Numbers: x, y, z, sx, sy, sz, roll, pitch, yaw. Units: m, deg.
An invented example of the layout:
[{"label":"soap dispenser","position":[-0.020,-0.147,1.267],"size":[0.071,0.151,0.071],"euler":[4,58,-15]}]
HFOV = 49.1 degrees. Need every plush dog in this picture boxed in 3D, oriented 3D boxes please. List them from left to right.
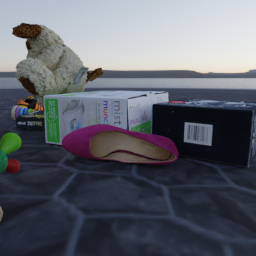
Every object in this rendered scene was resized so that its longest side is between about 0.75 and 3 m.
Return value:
[{"label":"plush dog","position":[-2.437,-2.212,9.131],"size":[2.403,2.572,2.995],"euler":[-32,-10,-7]}]

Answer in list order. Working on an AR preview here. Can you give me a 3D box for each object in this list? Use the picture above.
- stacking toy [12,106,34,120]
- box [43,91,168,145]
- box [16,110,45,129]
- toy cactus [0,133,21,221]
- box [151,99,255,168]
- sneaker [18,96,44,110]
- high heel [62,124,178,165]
[{"label":"stacking toy","position":[-4.045,-0.589,11.638],"size":[1.399,0.597,0.597],"euler":[3,10,-2]},{"label":"box","position":[-0.463,-0.377,8.015],"size":[2.516,1.379,2.851],"euler":[5,11,25]},{"label":"box","position":[-3.068,-0.320,10.336],"size":[1.414,0.431,1.754],"euler":[5,12,4]},{"label":"toy cactus","position":[-2.345,0.734,3.654],"size":[1.940,1.202,2.351],"euler":[30,23,32]},{"label":"box","position":[2.003,-0.039,6.766],"size":[2.247,1.170,2.046],"euler":[7,11,33]},{"label":"sneaker","position":[-4.313,-1.034,12.996],"size":[0.699,0.900,2.000],"euler":[4,11,20]},{"label":"high heel","position":[-0.185,0.364,5.672],"size":[2.339,0.789,1.124],"euler":[-2,9,-7]}]
